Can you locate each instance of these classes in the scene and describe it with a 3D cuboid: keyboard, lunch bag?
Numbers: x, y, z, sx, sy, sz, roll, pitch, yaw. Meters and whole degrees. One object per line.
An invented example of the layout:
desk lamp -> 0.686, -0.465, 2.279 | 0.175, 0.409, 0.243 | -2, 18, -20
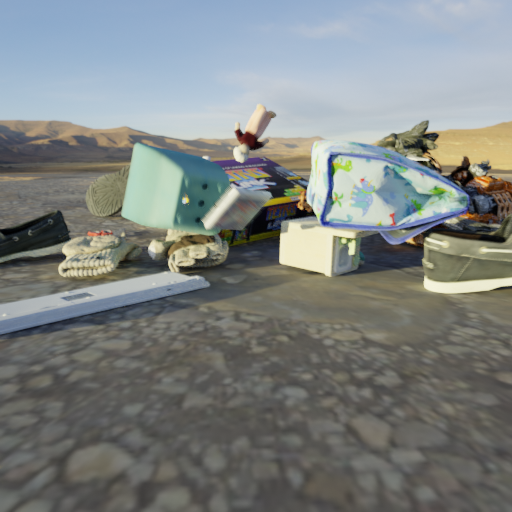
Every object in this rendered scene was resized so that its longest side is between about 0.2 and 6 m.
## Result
keyboard -> -2.415, 0.628, 7.833 | 1.068, 0.202, 3.794 | 4, 10, 45
lunch bag -> 2.019, -1.081, 9.016 | 2.221, 1.415, 1.888 | 3, 18, -4

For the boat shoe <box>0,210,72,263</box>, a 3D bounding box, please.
boat shoe -> -4.821, -0.343, 10.488 | 2.668, 0.885, 0.997 | -12, 17, -30

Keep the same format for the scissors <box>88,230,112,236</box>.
scissors -> -3.696, -0.470, 13.416 | 0.580, 0.110, 1.586 | -2, 10, -19

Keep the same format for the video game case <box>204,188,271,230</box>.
video game case -> -0.278, -0.701, 8.584 | 0.770, 0.097, 0.846 | 1, -37, -46

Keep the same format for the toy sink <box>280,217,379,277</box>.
toy sink -> 1.301, -0.155, 9.871 | 1.500, 0.840, 0.978 | 11, 16, 37

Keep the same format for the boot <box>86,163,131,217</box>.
boot -> -3.136, -2.087, 18.284 | 3.100, 1.234, 3.761 | -19, -7, 31

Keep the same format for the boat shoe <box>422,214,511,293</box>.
boat shoe -> 4.086, -0.126, 8.404 | 3.092, 1.046, 1.111 | -6, 6, 10

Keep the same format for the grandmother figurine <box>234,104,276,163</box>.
grandmother figurine -> -0.108, -2.586, 11.960 | 0.806, 1.329, 0.403 | 26, -15, -1

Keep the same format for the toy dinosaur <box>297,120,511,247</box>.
toy dinosaur -> 3.782, -1.365, 12.519 | 5.338, 2.727, 3.623 | 19, 23, -15

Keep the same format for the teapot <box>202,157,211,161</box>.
teapot -> -1.625, -1.813, 15.553 | 2.089, 1.546, 2.117 | -24, 29, -27

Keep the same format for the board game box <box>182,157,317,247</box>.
board game box -> -0.273, -1.438, 13.592 | 3.335, 0.946, 2.757 | -14, 38, -38

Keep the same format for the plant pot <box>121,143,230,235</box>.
plant pot -> -1.321, -1.078, 9.753 | 1.392, 1.392, 1.970 | 8, 10, -28

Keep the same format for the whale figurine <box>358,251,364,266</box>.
whale figurine -> 1.779, 0.021, 10.436 | 0.412, 0.269, 0.518 | 8, 2, -42

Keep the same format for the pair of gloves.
pair of gloves -> -2.038, -0.082, 10.466 | 2.985, 0.523, 2.538 | -7, 17, -14
